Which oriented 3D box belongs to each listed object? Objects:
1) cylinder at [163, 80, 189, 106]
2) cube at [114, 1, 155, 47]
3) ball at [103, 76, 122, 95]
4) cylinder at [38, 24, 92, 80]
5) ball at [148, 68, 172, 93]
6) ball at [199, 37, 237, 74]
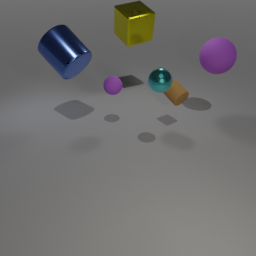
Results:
[{"bbox_3d":[1.801,-1.316,10.517,0.700,0.700,0.700,-21,60,-33],"label":"cylinder"},{"bbox_3d":[0.271,-4.873,13.070,1.400,1.400,1.400,-21,52,-21],"label":"cube"},{"bbox_3d":[-0.557,-1.572,10.368,0.700,0.700,0.700,0,29,0],"label":"ball"},{"bbox_3d":[-2.261,-2.718,10.115,1.400,1.400,1.400,48,41,4],"label":"cylinder"},{"bbox_3d":[0.921,-1.365,8.047,0.700,0.700,0.700,0,29,0],"label":"ball"},{"bbox_3d":[3.510,-2.815,10.954,1.400,1.400,1.400,0,29,0],"label":"ball"}]
